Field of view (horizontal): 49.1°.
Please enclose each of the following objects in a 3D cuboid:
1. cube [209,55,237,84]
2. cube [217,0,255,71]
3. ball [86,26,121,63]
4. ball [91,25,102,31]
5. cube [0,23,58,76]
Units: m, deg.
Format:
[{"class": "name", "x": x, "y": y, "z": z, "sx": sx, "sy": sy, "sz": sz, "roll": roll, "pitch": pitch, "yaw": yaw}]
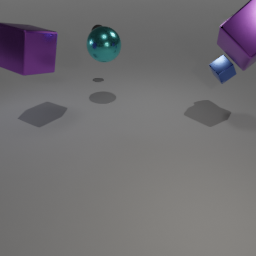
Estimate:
[{"class": "cube", "x": 3.846, "y": -2.372, "z": 11.362, "sx": 0.700, "sy": 0.700, "sz": 0.700, "roll": -36, "pitch": 52, "yaw": 12}, {"class": "cube", "x": 3.894, "y": -2.957, "z": 8.985, "sx": 1.400, "sy": 1.400, "sz": 1.400, "roll": 51, "pitch": 7, "yaw": 12}, {"class": "ball", "x": -0.964, "y": -3.345, "z": 11.246, "sx": 1.400, "sy": 1.400, "sz": 1.400, "roll": 0, "pitch": 29, "yaw": 0}, {"class": "ball", "x": -1.421, "y": -4.608, "z": 13.480, "sx": 0.700, "sy": 0.700, "sz": 0.700, "roll": 0, "pitch": 29, "yaw": 0}, {"class": "cube", "x": -3.406, "y": -2.663, "z": 9.415, "sx": 1.400, "sy": 1.400, "sz": 1.400, "roll": 22, "pitch": 24, "yaw": 25}]
